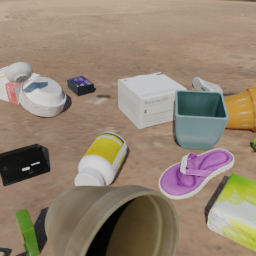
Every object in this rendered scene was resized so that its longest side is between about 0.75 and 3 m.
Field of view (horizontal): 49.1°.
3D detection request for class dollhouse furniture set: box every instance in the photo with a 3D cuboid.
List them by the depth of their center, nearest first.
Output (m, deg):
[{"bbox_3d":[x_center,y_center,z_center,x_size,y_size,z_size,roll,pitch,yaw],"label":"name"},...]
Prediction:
[{"bbox_3d":[-3.195,2.752,5.761,2.577,0.995,1.288,-17,35,-25],"label":"dollhouse furniture set"}]

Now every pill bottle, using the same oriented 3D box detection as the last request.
[{"bbox_3d":[-0.803,1.058,8.381,1.106,1.106,1.975,9,33,15],"label":"pill bottle"}]

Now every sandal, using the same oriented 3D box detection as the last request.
[{"bbox_3d":[2.092,1.154,8.576,2.965,0.729,1.206,-23,38,-32],"label":"sandal"}]

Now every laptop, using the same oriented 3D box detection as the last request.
[{"bbox_3d":[-3.494,1.140,9.221,1.417,0.826,1.599,-17,61,-24],"label":"laptop"}]

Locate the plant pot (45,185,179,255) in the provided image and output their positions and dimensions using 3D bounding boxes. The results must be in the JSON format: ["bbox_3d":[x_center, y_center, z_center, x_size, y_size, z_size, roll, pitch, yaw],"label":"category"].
[{"bbox_3d":[-0.569,2.194,5.724,2.486,2.486,2.157,-27,24,-37],"label":"plant pot"}]

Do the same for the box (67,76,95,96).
[{"bbox_3d":[-2.394,-2.135,14.099,0.918,0.513,1.301,-22,38,-27],"label":"box"}]

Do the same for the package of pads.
[{"bbox_3d":[3.309,2.207,6.846,2.293,0.782,1.772,20,36,30],"label":"package of pads"}]

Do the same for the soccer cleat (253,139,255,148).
[{"bbox_3d":[5.517,0.518,9.613,2.391,0.807,0.969,0,11,-8],"label":"soccer cleat"}]

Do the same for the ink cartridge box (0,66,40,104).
[{"bbox_3d":[-5.874,-2.200,13.745,2.879,0.972,1.677,16,35,25],"label":"ink cartridge box"}]

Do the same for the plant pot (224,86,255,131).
[{"bbox_3d":[4.381,-0.638,10.791,1.571,1.716,1.716,-10,30,14],"label":"plant pot"}]

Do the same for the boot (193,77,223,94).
[{"bbox_3d":[3.959,-2.026,13.934,0.808,0.622,1.692,-6,40,-22],"label":"boot"}]

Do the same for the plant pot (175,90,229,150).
[{"bbox_3d":[2.390,-0.164,9.741,1.636,1.671,1.640,4,38,6],"label":"plant pot"}]

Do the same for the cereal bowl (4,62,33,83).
[{"bbox_3d":[-3.912,-1.936,10.159,0.983,0.983,0.409,-20,74,-29],"label":"cereal bowl"}]

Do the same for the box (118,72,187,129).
[{"bbox_3d":[0.948,-1.223,11.751,2.133,1.401,2.144,-14,34,-21],"label":"box"}]

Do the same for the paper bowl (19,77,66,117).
[{"bbox_3d":[-3.559,-1.430,11.867,1.885,0.980,1.885,19,38,-15],"label":"paper bowl"}]
